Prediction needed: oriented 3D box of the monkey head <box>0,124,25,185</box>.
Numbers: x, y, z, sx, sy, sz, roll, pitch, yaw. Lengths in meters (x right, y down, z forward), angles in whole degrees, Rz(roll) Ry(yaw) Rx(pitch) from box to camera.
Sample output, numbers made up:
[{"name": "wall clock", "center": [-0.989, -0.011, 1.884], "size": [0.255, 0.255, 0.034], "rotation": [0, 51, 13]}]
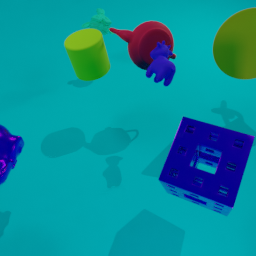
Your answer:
[{"name": "monkey head", "center": [-2.651, 0.510, 5.474], "size": [0.965, 1.602, 1.152], "rotation": [24, 36, -18]}]

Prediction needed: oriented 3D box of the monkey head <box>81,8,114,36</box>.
[{"name": "monkey head", "center": [-0.911, -3.352, 8.922], "size": [1.080, 0.651, 0.777], "rotation": [5, 57, -23]}]

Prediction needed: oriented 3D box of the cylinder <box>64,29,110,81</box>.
[{"name": "cylinder", "center": [-0.975, -1.790, 6.872], "size": [0.923, 0.923, 0.923], "rotation": [-7, 47, 8]}]

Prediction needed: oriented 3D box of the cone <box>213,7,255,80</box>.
[{"name": "cone", "center": [2.543, -1.984, 6.142], "size": [1.416, 1.416, 1.421], "rotation": [9, 32, 7]}]

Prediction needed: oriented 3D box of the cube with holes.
[{"name": "cube with holes", "center": [1.391, 0.711, 5.009], "size": [1.194, 1.194, 1.194], "rotation": [18, 73, 21]}]

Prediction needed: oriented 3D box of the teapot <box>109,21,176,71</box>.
[{"name": "teapot", "center": [0.441, -2.031, 6.818], "size": [1.852, 1.151, 0.907], "rotation": [15, 16, -27]}]

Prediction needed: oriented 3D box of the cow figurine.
[{"name": "cow figurine", "center": [0.761, -1.404, 6.012], "size": [0.893, 0.498, 0.908], "rotation": [-61, 34, 5]}]
